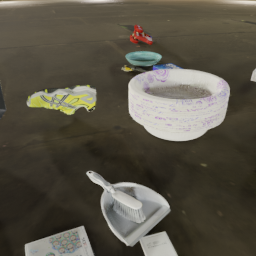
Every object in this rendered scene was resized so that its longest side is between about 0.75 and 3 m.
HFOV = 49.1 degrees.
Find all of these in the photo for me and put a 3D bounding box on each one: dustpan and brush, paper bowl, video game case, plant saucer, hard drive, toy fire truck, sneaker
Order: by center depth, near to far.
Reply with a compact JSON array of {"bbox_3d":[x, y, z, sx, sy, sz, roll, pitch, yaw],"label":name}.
[{"bbox_3d":[-1.160,2.244,4.823,1.091,0.129,0.993,-12,33,-19],"label":"video game case"},{"bbox_3d":[0.575,2.211,4.909,0.519,0.105,0.787,-9,31,-15],"label":"hard drive"},{"bbox_3d":[-0.222,1.425,5.812,1.868,0.534,1.303,20,36,40],"label":"dustpan and brush"},{"bbox_3d":[1.456,-0.687,8.454,2.891,1.503,2.891,0,30,0],"label":"paper bowl"},{"bbox_3d":[-2.205,-0.859,9.272,2.344,0.896,0.884,-7,4,5],"label":"sneaker"},{"bbox_3d":[0.808,-3.581,14.596,1.883,0.338,1.883,0,31,0],"label":"plant saucer"},{"bbox_3d":[0.931,-5.994,18.361,1.393,0.930,1.659,21,29,-12],"label":"toy fire truck"}]

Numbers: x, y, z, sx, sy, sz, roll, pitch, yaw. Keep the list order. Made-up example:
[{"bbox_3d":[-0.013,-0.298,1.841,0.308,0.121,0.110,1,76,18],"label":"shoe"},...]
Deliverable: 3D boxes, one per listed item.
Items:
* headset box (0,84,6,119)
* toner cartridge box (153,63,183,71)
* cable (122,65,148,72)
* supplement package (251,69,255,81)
[{"bbox_3d":[-4.204,-0.353,6.402,2.006,2.304,1.069,2,57,-45],"label":"headset box"},{"bbox_3d":[2.071,-2.263,12.201,1.029,0.468,2.167,-15,33,-24],"label":"toner cartridge box"},{"bbox_3d":[0.326,-2.786,13.458,1.254,0.316,0.609,15,14,1],"label":"cable"},{"bbox_3d":[5.807,-2.370,12.413,0.425,0.442,0.777,21,36,29],"label":"supplement package"}]
